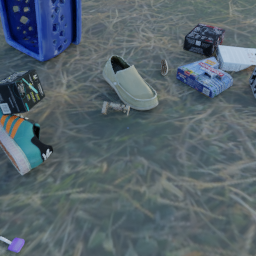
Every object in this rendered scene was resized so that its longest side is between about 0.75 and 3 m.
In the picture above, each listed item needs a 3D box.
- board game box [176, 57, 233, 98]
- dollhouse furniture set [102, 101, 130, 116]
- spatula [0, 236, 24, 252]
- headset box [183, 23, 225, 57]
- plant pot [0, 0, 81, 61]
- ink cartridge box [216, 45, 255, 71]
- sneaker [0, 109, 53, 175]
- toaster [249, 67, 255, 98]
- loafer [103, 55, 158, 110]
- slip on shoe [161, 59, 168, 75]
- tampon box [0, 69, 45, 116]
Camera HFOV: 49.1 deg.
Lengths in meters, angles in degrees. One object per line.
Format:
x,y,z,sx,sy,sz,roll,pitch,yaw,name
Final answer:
2.936,-1.961,10.224,1.644,0.507,1.645,-32,52,-28,board game box
-0.359,-0.562,8.939,0.834,0.432,0.369,10,83,12,dollhouse furniture set
-2.688,2.395,6.023,1.020,0.105,0.288,14,44,15,spatula
3.327,-3.855,12.074,1.257,0.652,1.689,24,48,22,headset box
-3.461,-4.677,11.562,2.724,2.723,2.449,30,44,28,plant pot
4.451,-2.748,11.170,1.667,0.476,1.355,8,44,-2,ink cartridge box
-3.096,0.091,7.850,1.085,0.969,2.714,-29,59,-28,sneaker
4.943,-1.532,9.612,1.257,0.746,1.137,4,45,4,toaster
0.003,-1.574,9.471,1.002,0.904,2.647,-30,56,-27,loafer
1.409,-2.299,10.775,0.287,0.229,0.756,-18,55,22,slip on shoe
-2.968,-1.002,7.711,0.740,0.878,1.172,-7,26,14,tampon box
